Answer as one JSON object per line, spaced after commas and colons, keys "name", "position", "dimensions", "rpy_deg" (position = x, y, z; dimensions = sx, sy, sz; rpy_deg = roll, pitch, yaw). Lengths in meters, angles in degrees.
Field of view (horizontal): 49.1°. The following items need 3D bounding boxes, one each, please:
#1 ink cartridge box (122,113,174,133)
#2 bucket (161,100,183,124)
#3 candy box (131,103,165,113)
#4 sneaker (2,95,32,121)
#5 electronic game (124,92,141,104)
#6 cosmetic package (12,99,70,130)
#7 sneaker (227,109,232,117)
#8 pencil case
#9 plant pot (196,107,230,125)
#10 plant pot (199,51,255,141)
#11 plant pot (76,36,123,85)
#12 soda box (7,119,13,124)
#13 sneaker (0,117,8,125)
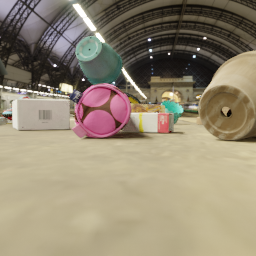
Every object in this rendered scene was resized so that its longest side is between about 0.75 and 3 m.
{"name": "ink cartridge box", "position": [0.549, -0.146, 7.455], "dimensions": [1.235, 0.515, 0.896], "rpy_deg": [1, 3, 17]}
{"name": "bucket", "position": [2.096, -0.772, 13.912], "dimensions": [1.171, 0.762, 1.171], "rpy_deg": [12, 34, -8]}
{"name": "candy box", "position": [-0.291, -0.435, 10.184], "dimensions": [1.720, 0.824, 2.980], "rpy_deg": [-1, 2, -37]}
{"name": "sneaker", "position": [-4.496, -0.832, 11.643], "dimensions": [1.032, 1.243, 2.602], "rpy_deg": [24, -7, -23]}
{"name": "electronic game", "position": [-0.375, -1.073, 14.908], "dimensions": [2.358, 0.491, 2.358], "rpy_deg": [7, -38, 5]}
{"name": "cosmetic package", "position": [-2.847, -0.435, 9.074], "dimensions": [1.557, 0.960, 1.562], "rpy_deg": [-1, 1, -28]}
{"name": "sneaker", "position": [2.811, -0.305, 6.145], "dimensions": [1.698, 0.695, 0.654], "rpy_deg": [22, -10, -42]}
{"name": "pencil case", "position": [-0.704, -0.353, 6.586], "dimensions": [1.194, 1.232, 2.631], "rpy_deg": [40, -3, -5]}
{"name": "plant pot", "position": [4.551, -0.735, 13.167], "dimensions": [2.572, 1.187, 2.572], "rpy_deg": [1, 3, 0]}
{"name": "plant pot", "position": [2.150, -0.486, 5.277], "dimensions": [1.741, 1.741, 1.511], "rpy_deg": [2, 20, 42]}
{"name": "plant pot", "position": [-0.961, -2.112, 8.627], "dimensions": [1.286, 1.286, 1.209], "rpy_deg": [1, -18, 21]}
{"name": "soda box", "position": [-5.926, -0.419, 14.347], "dimensions": [0.459, 0.429, 1.347], "rpy_deg": [-1, 3, -12]}
{"name": "sneaker", "position": [-5.792, -0.262, 11.781], "dimensions": [0.560, 0.476, 1.266], "rpy_deg": [-11, -12, 39]}
